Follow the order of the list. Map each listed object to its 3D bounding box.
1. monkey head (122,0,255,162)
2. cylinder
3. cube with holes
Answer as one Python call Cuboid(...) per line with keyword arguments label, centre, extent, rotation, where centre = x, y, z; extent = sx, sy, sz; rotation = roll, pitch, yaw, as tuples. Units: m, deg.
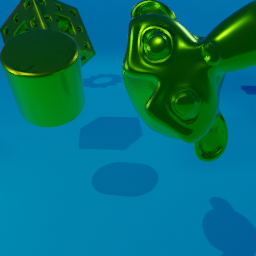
Cuboid(label="monkey head", centre=(0.502, -0.445, 2.139), extent=(1.107, 1.539, 0.927), rotation=(-25, 0, 15))
Cuboid(label="cylinder", centre=(-1.080, -0.646, 3.730), extent=(0.940, 0.940, 0.940), rotation=(2, 52, -2))
Cuboid(label="cube with holes", centre=(-1.484, -1.594, 5.192), extent=(1.073, 1.073, 1.073), rotation=(-30, -14, 33))
